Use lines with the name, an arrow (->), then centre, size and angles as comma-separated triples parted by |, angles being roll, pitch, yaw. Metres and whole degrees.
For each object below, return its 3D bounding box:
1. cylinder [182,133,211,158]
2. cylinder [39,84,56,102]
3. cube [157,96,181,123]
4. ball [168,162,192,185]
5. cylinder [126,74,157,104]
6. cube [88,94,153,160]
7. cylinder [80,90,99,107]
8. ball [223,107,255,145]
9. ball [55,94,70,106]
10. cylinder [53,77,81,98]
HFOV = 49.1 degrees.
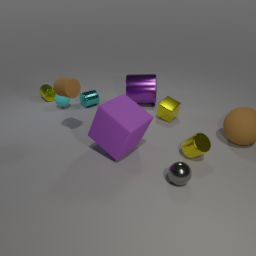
cylinder -> 2.288, 0.597, 9.402 | 0.700, 0.700, 0.700 | 10, 64, -21
cylinder -> -3.960, -1.756, 13.945 | 0.700, 0.700, 0.700 | -19, 35, -31
cube -> 1.734, -0.804, 11.961 | 0.700, 0.700, 0.700 | 33, 55, 25
ball -> 1.550, 1.354, 8.370 | 0.700, 0.700, 0.700 | 0, 29, 0
cylinder -> 0.631, -1.848, 13.336 | 1.400, 1.400, 1.400 | 0, 29, 3
cube -> -0.263, -0.063, 9.523 | 1.400, 1.400, 1.400 | 40, 40, 15
cylinder -> -1.831, -1.406, 13.308 | 0.700, 0.700, 0.700 | -21, 36, -33
ball -> 4.214, -0.076, 10.232 | 1.400, 1.400, 1.400 | 0, 29, 0
ball -> -3.033, -1.352, 12.984 | 0.700, 0.700, 0.700 | 0, 29, 0
cylinder -> -2.184, -1.459, 10.043 | 0.700, 0.700, 0.700 | 14, 31, 39
